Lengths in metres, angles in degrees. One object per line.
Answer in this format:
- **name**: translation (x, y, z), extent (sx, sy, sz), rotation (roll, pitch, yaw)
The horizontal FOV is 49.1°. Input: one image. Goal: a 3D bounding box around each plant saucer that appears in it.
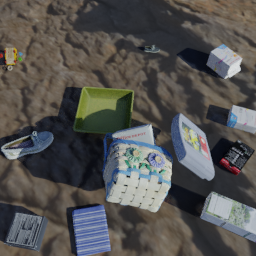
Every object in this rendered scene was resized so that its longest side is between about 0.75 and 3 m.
- **plant saucer**: translation (-0.934, -0.613, 11.487), extent (2.213, 0.531, 2.216), rotation (5, 59, 3)

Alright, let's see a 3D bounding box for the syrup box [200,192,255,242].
- **syrup box**: translation (3.514, 2.928, 9.180), extent (2.000, 0.814, 0.787), rotation (21, 61, 12)

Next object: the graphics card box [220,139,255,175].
- **graphics card box**: translation (4.127, 1.090, 10.585), extent (0.776, 0.315, 1.238), rotation (36, 67, 20)

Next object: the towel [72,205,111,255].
- **towel**: translation (-1.233, 3.384, 9.319), extent (1.104, 0.182, 1.525), rotation (-8, 61, -8)

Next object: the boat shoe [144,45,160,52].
- **boat shoe**: translation (1.168, -3.868, 13.622), extent (0.771, 0.239, 0.289), rotation (5, 59, 3)

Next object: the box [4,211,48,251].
- **box**: translation (-3.251, 3.340, 9.041), extent (1.011, 0.628, 1.019), rotation (8, 59, 5)

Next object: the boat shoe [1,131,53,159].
- **boat shoe**: translation (-3.815, 0.592, 10.710), extent (1.909, 0.612, 0.704), rotation (-19, 61, -11)

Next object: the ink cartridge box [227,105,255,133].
- **ink cartridge box**: translation (4.818, -0.313, 11.333), extent (1.414, 0.480, 0.814), rotation (17, 60, 10)

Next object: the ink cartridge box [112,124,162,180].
- **ink cartridge box**: translation (0.338, 0.837, 9.267), extent (1.264, 0.718, 1.734), rotation (-12, 96, 13)

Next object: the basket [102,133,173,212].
- **basket**: translation (0.341, 1.215, 9.063), extent (2.362, 1.863, 2.679), rotation (14, 27, -11)

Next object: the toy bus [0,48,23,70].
- **toy bus**: translation (-5.432, -3.252, 13.092), extent (0.927, 0.508, 0.982), rotation (42, 86, 0)

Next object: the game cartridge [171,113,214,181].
- **game cartridge**: translation (2.064, 0.502, 9.201), extent (1.508, 0.463, 2.265), rotation (32, 33, -20)

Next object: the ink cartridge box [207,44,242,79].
- **ink cartridge box**: translation (4.431, -2.972, 12.729), extent (0.856, 0.834, 1.332), rotation (-34, 64, -19)
